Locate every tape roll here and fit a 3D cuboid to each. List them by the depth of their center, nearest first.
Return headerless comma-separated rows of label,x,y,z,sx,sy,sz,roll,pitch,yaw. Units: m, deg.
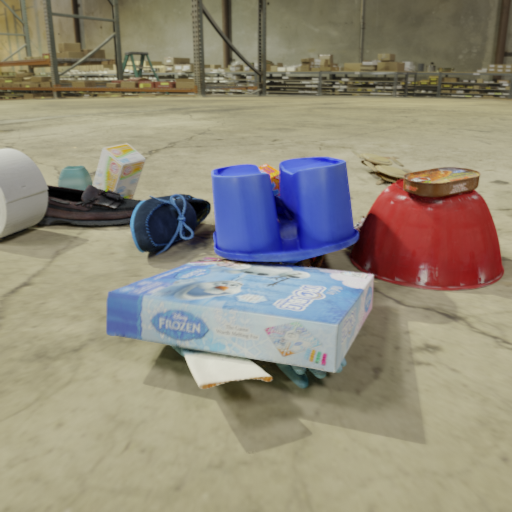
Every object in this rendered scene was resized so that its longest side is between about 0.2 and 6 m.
tape roll,-5.346,-1.253,11.454,1.737,1.737,1.193,8,22,21

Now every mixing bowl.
mixing bowl,3.089,-0.567,10.036,2.703,1.464,2.703,0,19,0

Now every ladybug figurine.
ladybug figurine,0.924,-0.045,9.772,0.323,0.609,0.897,-1,38,38

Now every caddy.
caddy,0.410,-0.686,9.594,2.366,1.757,3.347,-6,13,-3

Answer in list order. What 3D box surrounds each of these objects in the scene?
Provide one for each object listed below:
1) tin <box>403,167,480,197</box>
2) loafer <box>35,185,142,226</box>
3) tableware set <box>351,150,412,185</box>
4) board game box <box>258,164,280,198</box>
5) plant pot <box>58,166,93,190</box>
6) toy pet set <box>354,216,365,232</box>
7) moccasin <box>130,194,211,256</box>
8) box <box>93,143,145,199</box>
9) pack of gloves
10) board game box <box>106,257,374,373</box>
tin,3.109,-1.243,9.377,1.431,0.300,0.801,-12,20,-27
loafer,-3.937,-1.196,12.457,2.911,0.917,1.046,-1,19,-1
tableware set,3.818,-2.594,16.994,1.525,0.462,2.307,8,24,-14
board game box,0.116,-1.187,11.845,1.025,1.025,1.024,-29,26,-6
plant pot,-4.726,-1.932,14.630,0.773,0.790,0.776,-1,20,-2
toy pet set,1.676,-0.988,11.379,1.364,0.724,1.274,42,46,6
moccasin,-1.631,-0.839,11.179,0.932,1.099,2.732,-7,20,15
box,-3.337,-1.907,13.492,0.708,1.397,0.786,40,36,17
pack of gloves,-0.092,1.231,6.797,1.835,0.431,2.185,-4,10,-21
board game box,-0.013,0.601,7.367,2.746,0.599,2.760,7,11,18
